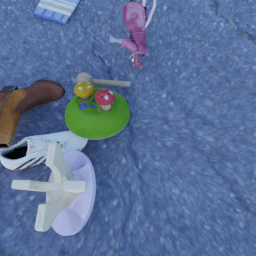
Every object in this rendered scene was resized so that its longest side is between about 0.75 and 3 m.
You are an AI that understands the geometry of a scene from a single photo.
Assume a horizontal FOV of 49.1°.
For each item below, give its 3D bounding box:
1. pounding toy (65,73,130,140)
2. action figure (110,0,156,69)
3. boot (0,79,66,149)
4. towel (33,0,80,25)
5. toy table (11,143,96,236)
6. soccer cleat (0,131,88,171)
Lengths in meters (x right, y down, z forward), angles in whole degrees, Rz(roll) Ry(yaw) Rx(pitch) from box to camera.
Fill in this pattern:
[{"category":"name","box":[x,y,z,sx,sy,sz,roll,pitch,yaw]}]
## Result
[{"category":"pounding toy","box":[-0.854,-0.919,7.796,1.844,1.109,2.389,3,49,4]},{"category":"action figure","box":[0.360,-2.816,8.571,1.490,1.341,2.002,-4,95,35]},{"category":"boot","box":[-2.950,-0.417,7.614,2.162,0.786,2.296,1,42,3]},{"category":"towel","box":[-2.585,-4.728,10.561,1.393,0.226,1.897,18,67,7]},{"category":"toy table","box":[-1.591,1.447,6.624,1.901,1.211,2.068,-14,68,16]},{"category":"soccer cleat","box":[-2.240,0.531,7.486,2.348,1.000,0.806,-15,66,-6]}]
